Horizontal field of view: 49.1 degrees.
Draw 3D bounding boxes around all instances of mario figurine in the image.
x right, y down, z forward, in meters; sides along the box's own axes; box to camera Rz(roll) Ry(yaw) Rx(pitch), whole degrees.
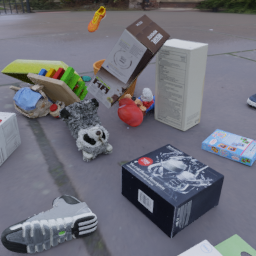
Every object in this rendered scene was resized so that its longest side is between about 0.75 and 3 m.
[{"bbox_3d":[0.473,-1.089,10.948,1.380,1.607,2.603,31,35,24],"label":"mario figurine"}]

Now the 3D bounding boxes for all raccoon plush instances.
[{"bbox_3d":[-1.356,0.124,9.578,1.358,1.881,2.808,-22,0,-8],"label":"raccoon plush"}]

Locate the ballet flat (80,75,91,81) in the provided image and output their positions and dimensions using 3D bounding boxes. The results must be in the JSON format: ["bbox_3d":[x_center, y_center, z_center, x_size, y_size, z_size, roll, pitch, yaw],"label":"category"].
[{"bbox_3d":[-2.466,-2.647,15.108,0.968,0.328,0.350,-9,11,-9],"label":"ballet flat"}]

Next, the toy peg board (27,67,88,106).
[{"bbox_3d":[-2.664,-1.757,11.502,1.956,1.964,0.961,18,71,30],"label":"toy peg board"}]

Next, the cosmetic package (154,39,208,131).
[{"bbox_3d":[1.868,-1.581,10.253,1.093,2.991,1.549,-24,37,-37],"label":"cosmetic package"}]

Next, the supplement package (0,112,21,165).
[{"bbox_3d":[-4.476,0.326,8.632,1.552,1.194,1.623,3,27,6],"label":"supplement package"}]

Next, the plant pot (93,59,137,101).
[{"bbox_3d":[-0.488,-2.225,12.993,2.165,1.515,2.165,0,28,0],"label":"plant pot"}]

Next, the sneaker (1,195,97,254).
[{"bbox_3d":[-1.746,2.017,6.184,1.951,0.732,1.127,-2,22,-25],"label":"sneaker"}]

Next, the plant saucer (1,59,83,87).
[{"bbox_3d":[-3.743,-2.549,13.021,2.963,0.710,2.967,3,-1,6],"label":"plant saucer"}]

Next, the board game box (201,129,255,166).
[{"bbox_3d":[3.398,0.584,9.108,1.597,0.292,1.208,21,35,34],"label":"board game box"}]

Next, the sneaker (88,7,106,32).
[{"bbox_3d":[-1.342,-4.543,11.694,0.469,0.496,1.286,20,71,10],"label":"sneaker"}]

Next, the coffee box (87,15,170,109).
[{"bbox_3d":[-0.035,-2.047,8.935,1.071,2.684,1.517,41,45,-3],"label":"coffee box"}]

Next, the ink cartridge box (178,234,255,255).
[{"bbox_3d":[1.892,2.678,5.137,1.945,0.466,1.415,-17,33,-26],"label":"ink cartridge box"}]

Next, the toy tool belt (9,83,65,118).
[{"bbox_3d":[-3.646,-1.086,10.993,2.092,1.286,1.306,16,66,29],"label":"toy tool belt"}]

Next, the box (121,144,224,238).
[{"bbox_3d":[1.033,1.403,6.897,1.690,0.966,1.856,-20,35,-34],"label":"box"}]

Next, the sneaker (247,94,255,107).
[{"bbox_3d":[6.465,-2.002,12.067,2.858,2.065,1.086,-14,33,-20],"label":"sneaker"}]
